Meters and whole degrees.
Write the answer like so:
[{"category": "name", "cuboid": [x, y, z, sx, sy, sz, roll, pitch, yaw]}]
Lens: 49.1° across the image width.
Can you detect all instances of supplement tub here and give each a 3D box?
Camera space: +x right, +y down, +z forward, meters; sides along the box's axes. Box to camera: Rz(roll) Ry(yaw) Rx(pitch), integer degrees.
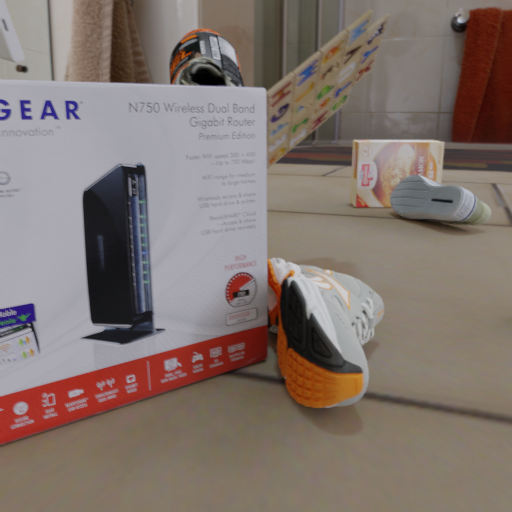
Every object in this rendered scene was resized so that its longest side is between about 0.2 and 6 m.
[{"category": "supplement tub", "cuboid": [-0.985, -3.445, 11.027, 1.433, 1.433, 2.339, -2, 44, -8]}]

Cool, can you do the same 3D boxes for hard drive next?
[{"category": "hard drive", "cuboid": [-3.363, -2.903, 6.892, 1.297, 0.855, 0.170, 25, 48, 37]}]

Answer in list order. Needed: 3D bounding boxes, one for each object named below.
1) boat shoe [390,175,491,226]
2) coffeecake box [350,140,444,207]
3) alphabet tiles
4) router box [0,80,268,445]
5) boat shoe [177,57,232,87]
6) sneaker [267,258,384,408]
[{"category": "boat shoe", "cuboid": [3.980, -1.116, 12.478, 0.891, 1.034, 2.874, 26, 6, -20]}, {"category": "coffeecake box", "cuboid": [3.607, -2.133, 14.514, 2.182, 1.675, 0.797, 0, 14, -1]}, {"category": "alphabet tiles", "cuboid": [0.788, -2.199, 7.839, 2.652, 0.084, 2.206, -41, -11, -9]}, {"category": "router box", "cuboid": [-1.261, -0.078, 4.680, 2.917, 2.618, 0.713, -11, 17, -35]}, {"category": "boat shoe", "cuboid": [-0.699, -2.491, 8.100, 0.738, 0.665, 2.089, -14, 38, -13]}, {"category": "sneaker", "cuboid": [0.793, 0.598, 5.492, 1.216, 1.001, 2.643, 2, 15, -8]}]
